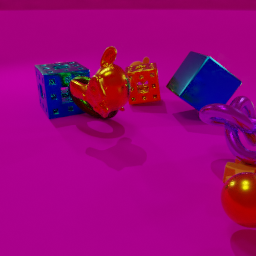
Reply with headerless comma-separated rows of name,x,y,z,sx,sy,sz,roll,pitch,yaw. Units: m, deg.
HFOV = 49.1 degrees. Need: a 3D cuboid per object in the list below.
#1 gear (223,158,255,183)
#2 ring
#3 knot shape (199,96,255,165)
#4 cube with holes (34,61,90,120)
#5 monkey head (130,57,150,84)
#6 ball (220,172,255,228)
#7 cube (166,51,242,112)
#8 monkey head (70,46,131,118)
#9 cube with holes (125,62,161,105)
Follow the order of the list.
gear,2.552,0.992,4.568,1.876,0.347,1.876,0,25,0
ring,-0.891,-0.751,7.202,1.448,1.448,0.290,13,57,26
knot shape,2.205,0.042,5.207,1.583,0.731,1.481,4,39,-33
cube with holes,-1.868,-1.138,8.090,1.246,1.246,1.246,-12,27,-24
monkey head,0.392,-1.968,10.289,0.926,1.288,0.776,35,0,-19
ball,1.572,0.928,3.639,0.703,0.703,0.703,0,25,0
cube,1.976,-1.163,7.508,1.215,1.215,1.215,30,13,-20
monkey head,-0.547,-0.870,5.952,1.181,1.642,0.989,21,50,27
cube with holes,0.456,-1.390,8.661,0.973,0.973,0.973,-7,23,6
